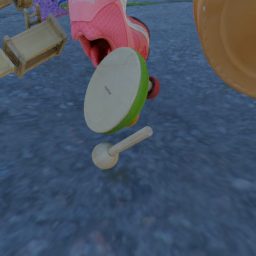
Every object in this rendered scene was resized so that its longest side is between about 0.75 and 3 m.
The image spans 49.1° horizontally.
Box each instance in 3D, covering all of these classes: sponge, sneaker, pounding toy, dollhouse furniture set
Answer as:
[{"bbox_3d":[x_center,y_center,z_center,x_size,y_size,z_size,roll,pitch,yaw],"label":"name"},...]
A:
[{"bbox_3d":[-2.398,-4.618,8.314,1.418,2.542,0.379,-13,9,7],"label":"sponge"},{"bbox_3d":[-0.308,-1.344,4.427,0.937,1.102,2.541,6,-8,17],"label":"sneaker"},{"bbox_3d":[0.023,-0.235,3.272,0.616,1.025,1.328,19,52,-37],"label":"pounding toy"},{"bbox_3d":[-2.131,-1.598,4.805,1.548,1.369,0.861,-40,7,-26],"label":"dollhouse furniture set"}]

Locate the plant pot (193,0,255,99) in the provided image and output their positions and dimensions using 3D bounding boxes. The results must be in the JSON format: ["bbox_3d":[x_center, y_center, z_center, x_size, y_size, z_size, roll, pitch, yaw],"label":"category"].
[{"bbox_3d":[2.130,-1.643,3.660,2.876,2.876,2.013,14,36,21],"label":"plant pot"}]

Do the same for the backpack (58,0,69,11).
[{"bbox_3d":[-1.272,-3.729,6.890,2.026,1.489,1.854,-5,13,7],"label":"backpack"}]
